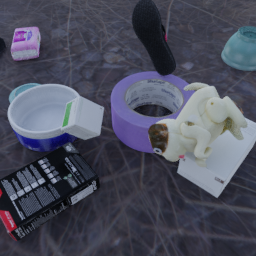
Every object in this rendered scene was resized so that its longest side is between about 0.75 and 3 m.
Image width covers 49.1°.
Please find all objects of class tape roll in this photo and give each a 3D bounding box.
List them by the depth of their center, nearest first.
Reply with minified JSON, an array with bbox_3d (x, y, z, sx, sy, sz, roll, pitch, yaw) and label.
[{"bbox_3d":[0.852,-0.613,9.540,2.839,1.206,2.839,-1,47,1],"label":"tape roll"}]

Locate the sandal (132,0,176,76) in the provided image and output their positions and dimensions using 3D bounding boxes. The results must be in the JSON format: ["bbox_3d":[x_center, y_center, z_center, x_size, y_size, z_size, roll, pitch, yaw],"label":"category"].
[{"bbox_3d":[0.911,-3.054,9.544,0.982,2.614,0.589,-15,21,29],"label":"sandal"}]

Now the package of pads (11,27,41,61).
[{"bbox_3d":[-4.699,-3.911,12.942,1.147,0.721,1.904,-7,47,-7],"label":"package of pads"}]

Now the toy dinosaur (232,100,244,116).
[{"bbox_3d":[3.244,-0.599,9.681,1.439,0.976,0.618,19,50,17],"label":"toy dinosaur"}]

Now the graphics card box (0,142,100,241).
[{"bbox_3d":[-2.297,1.638,7.798,2.624,0.667,1.646,-31,54,-24],"label":"graphics card box"}]

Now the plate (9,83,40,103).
[{"bbox_3d":[-3.878,-1.322,10.896,1.494,0.191,1.494,1,48,-1],"label":"plate"}]

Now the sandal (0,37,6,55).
[{"bbox_3d":[-6.307,-3.488,12.674,0.954,0.537,2.509,3,47,3],"label":"sandal"}]

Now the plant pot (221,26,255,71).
[{"bbox_3d":[5.242,-3.601,12.266,1.944,1.302,1.944,0,48,0],"label":"plant pot"}]

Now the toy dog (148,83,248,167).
[{"bbox_3d":[1.604,-0.028,7.320,2.243,1.565,2.174,-31,74,5],"label":"toy dog"}]

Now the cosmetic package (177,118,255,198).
[{"bbox_3d":[2.790,0.651,8.490,1.437,1.033,2.547,33,56,27],"label":"cosmetic package"}]

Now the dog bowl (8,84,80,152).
[{"bbox_3d":[-2.708,-0.392,9.503,2.399,0.945,2.399,0,46,0],"label":"dog bowl"}]

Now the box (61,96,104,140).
[{"bbox_3d":[-1.317,-0.265,8.174,0.787,0.919,0.914,-16,58,44],"label":"box"}]
